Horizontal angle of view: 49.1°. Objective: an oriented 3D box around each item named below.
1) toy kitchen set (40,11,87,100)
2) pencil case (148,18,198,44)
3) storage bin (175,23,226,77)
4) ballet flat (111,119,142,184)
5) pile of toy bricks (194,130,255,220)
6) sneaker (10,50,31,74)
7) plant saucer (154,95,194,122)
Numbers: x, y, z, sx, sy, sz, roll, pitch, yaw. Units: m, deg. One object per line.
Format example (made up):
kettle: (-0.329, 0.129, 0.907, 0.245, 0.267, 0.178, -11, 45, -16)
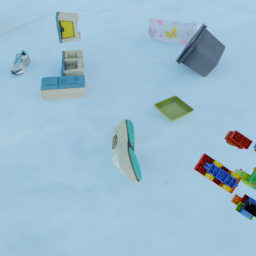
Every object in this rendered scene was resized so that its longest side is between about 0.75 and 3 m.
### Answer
toy kitchen set: (-2.325, -2.561, 9.724, 1.498, 2.037, 2.543, -6, 44, -8)
pencil case: (1.983, -4.297, 12.387, 2.243, 0.932, 1.017, 9, 35, 10)
storage bin: (2.802, -2.829, 10.711, 1.292, 1.400, 1.924, 37, 49, -2)
ballet flat: (-0.101, 0.641, 7.426, 0.744, 0.744, 2.142, -3, 42, -3)
pile of toy bricks: (1.652, 0.706, 3.656, 1.622, 0.801, 0.900, 35, 87, 1)
sneaker: (-4.218, -2.552, 10.789, 0.511, 0.569, 1.317, 3, 43, 3)
plant saucer: (1.452, -0.581, 8.948, 0.943, 0.226, 0.941, -24, 48, -24)
